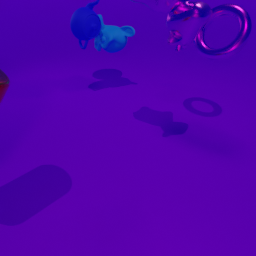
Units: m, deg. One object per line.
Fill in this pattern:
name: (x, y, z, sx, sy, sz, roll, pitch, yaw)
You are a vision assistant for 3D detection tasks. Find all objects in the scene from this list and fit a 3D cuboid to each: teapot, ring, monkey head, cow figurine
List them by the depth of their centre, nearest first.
cow figurine: (0.593, -2.217, 4.787, 1.696, 1.669, 0.931, 18, 35, 24)
ring: (2.120, -2.181, 6.395, 1.324, 1.324, 0.265, 25, 6, 37)
teapot: (-1.156, -3.037, 8.122, 0.735, 1.501, 0.933, 29, 19, 36)
monkey head: (-0.580, -3.013, 8.940, 1.009, 1.204, 1.674, -23, 14, -34)

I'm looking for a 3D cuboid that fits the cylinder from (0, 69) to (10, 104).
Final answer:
cylinder: (-2.051, -0.287, 3.060, 1.099, 1.099, 1.099, 30, 11, -7)
